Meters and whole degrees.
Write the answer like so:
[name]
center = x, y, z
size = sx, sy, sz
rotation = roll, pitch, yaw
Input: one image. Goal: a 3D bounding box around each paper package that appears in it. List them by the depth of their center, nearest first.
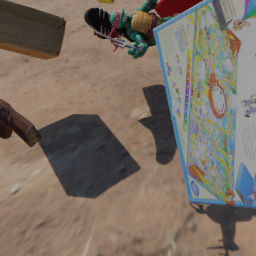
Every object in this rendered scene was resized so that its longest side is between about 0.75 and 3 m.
[paper package]
center = -2.779, -2.511, 7.316
size = 1.885, 1.023, 1.977
rotation = 9, 7, -25

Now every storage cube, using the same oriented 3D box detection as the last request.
[storage cube]
center = 2.790, -3.671, 7.832
size = 2.850, 2.562, 2.436
rotation = 47, 60, -12

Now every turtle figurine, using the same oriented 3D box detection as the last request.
[turtle figurine]
center = 0.482, -2.154, 5.779
size = 2.259, 1.691, 1.137
rotation = 9, 4, -15

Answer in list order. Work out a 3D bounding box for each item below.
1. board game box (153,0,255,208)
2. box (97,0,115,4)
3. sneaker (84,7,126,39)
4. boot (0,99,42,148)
[board game box]
center = 1.524, -0.362, 4.084
size = 0.512, 2.994, 2.013
rotation = -12, 1, -40
[box]
center = -0.980, -4.859, 8.335
size = 0.607, 2.423, 0.912
rotation = 18, 80, 22
[sneaker]
center = -0.763, -2.761, 7.773
size = 0.994, 0.651, 1.722
rotation = 4, 2, 39
[boot]
center = -1.533, 0.075, 3.926
size = 0.823, 0.767, 0.264
rotation = 33, 49, 20
